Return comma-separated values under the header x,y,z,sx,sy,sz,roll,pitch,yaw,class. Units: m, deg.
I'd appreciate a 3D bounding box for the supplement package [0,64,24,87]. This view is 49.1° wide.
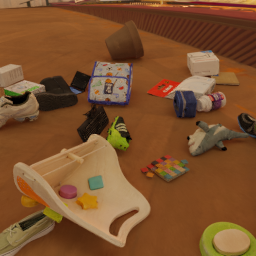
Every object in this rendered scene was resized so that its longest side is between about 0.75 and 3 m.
x,y,z,sx,sy,sz,roll,pitch,yaw,class
-6.279,-2.751,14.650,0.790,0.760,1.389,13,33,22,supplement package

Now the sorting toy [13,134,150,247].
x,y,z,sx,sy,sz,roll,pitch,yaw,class
-0.822,1.599,6.605,2.559,1.519,2.843,30,23,18,sorting toy

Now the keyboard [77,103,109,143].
x,y,z,sx,sy,sz,roll,pitch,yaw,class
-1.158,-0.221,10.004,0.395,1.037,1.992,-18,21,28,keyboard

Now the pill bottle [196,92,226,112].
x,y,z,sx,sy,sz,roll,pitch,yaw,class
3.461,-1.082,11.851,1.241,0.691,0.691,-16,34,-25,pill bottle

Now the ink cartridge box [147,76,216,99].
x,y,z,sx,sy,sz,roll,pitch,yaw,class
2.596,-2.036,13.541,2.722,0.643,2.179,17,34,24,ink cartridge box

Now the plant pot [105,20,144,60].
x,y,z,sx,sy,sz,roll,pitch,yaw,class
-0.317,-5.446,18.153,2.090,2.397,2.397,-21,32,0,plant pot

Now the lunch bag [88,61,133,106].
x,y,z,sx,sy,sz,roll,pitch,yaw,class
-0.752,-1.964,12.732,1.874,1.365,2.204,4,52,5,lunch bag

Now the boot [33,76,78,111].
x,y,z,sx,sy,sz,roll,pitch,yaw,class
-3.608,-1.698,12.725,2.056,0.819,2.494,-4,33,-29,boot

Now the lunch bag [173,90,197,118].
x,y,z,sx,sy,sz,roll,pitch,yaw,class
2.273,-0.962,11.459,0.848,0.871,1.282,-1,32,0,lunch bag

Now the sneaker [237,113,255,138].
x,y,z,sx,sy,sz,roll,pitch,yaw,class
4.769,0.008,9.708,0.806,0.942,2.274,-10,32,-19,sneaker

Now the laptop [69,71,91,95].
x,y,z,sx,sy,sz,roll,pitch,yaw,class
-2.647,-2.207,13.779,1.176,1.327,0.685,27,2,37,laptop

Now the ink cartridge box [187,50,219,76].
x,y,z,sx,sy,sz,roll,pitch,yaw,class
4.282,-3.717,16.079,1.470,0.849,2.013,-6,29,5,ink cartridge box

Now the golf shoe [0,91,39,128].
x,y,z,sx,sy,sz,roll,pitch,yaw,class
-4.738,-0.704,10.292,2.796,1.360,1.095,-22,61,-25,golf shoe

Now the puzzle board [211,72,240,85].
x,y,z,sx,sy,sz,roll,pitch,yaw,class
5.187,-2.685,15.167,1.337,0.154,1.774,3,30,8,puzzle board

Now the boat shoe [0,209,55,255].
x,y,z,sx,sy,sz,roll,pitch,yaw,class
-2.426,2.308,6.160,1.670,0.518,0.601,-25,38,-36,boat shoe

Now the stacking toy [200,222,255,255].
x,y,z,sx,sy,sz,roll,pitch,yaw,class
2.691,2.518,5.092,2.638,1.231,2.914,8,31,14,stacking toy

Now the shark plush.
x,y,z,sx,sy,sz,roll,pitch,yaw,class
3.009,0.441,9.543,2.269,1.031,0.945,1,53,-26,shark plush

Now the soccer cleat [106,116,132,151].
x,y,z,sx,sy,sz,roll,pitch,yaw,class
-0.281,0.198,9.789,0.834,0.695,2.059,29,21,-9,soccer cleat

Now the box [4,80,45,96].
x,y,z,sx,sy,sz,roll,pitch,yaw,class
-4.646,-1.564,12.726,1.373,0.664,1.212,17,36,29,box

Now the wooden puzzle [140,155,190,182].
x,y,z,sx,sy,sz,roll,pitch,yaw,class
1.192,1.190,8.427,1.554,0.109,0.922,-19,33,-34,wooden puzzle
